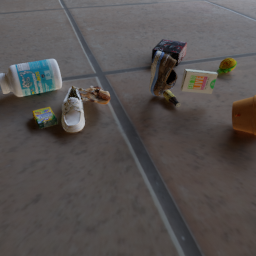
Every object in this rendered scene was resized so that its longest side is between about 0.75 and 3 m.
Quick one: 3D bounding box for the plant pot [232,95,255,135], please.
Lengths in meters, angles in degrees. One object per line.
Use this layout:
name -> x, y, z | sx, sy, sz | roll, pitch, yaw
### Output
plant pot -> 3.450, -0.359, 8.016 | 0.818, 1.168, 1.168 | -1, 33, 28

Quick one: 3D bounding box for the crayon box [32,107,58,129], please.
crayon box -> -2.589, -0.360, 8.655 | 0.559, 0.229, 0.889 | -18, 40, -23

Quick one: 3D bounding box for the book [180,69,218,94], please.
book -> 2.320, -1.515, 9.195 | 1.072, 0.716, 0.258 | 3, 30, -11

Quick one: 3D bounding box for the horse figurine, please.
horse figurine -> -1.104, -1.102, 9.110 | 1.297, 0.488, 1.957 | 6, 11, -32

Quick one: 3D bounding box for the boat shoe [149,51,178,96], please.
boat shoe -> 1.147, -1.559, 8.967 | 0.758, 2.095, 0.757 | 22, 73, 13

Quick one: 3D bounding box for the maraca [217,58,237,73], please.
maraca -> 3.988, -2.482, 11.287 | 0.681, 0.531, 0.994 | 4, 42, 41

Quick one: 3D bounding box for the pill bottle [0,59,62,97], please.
pill bottle -> -3.402, -1.721, 9.769 | 1.981, 1.098, 1.098 | -15, 39, -18

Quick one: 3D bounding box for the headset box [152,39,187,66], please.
headset box -> 1.871, -3.402, 12.427 | 1.192, 0.602, 1.604 | 15, 39, 19

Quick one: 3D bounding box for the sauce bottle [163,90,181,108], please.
sauce bottle -> 1.487, -0.992, 9.462 | 0.294, 0.294, 0.891 | -15, 39, -19

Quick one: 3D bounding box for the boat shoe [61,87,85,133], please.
boat shoe -> -1.736, -0.623, 8.623 | 0.697, 0.682, 1.968 | -7, 37, -9
